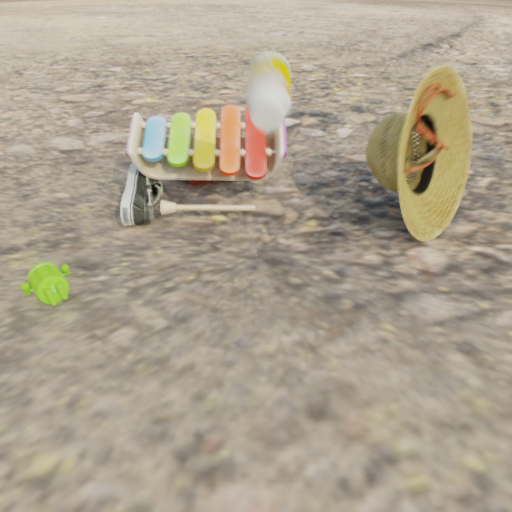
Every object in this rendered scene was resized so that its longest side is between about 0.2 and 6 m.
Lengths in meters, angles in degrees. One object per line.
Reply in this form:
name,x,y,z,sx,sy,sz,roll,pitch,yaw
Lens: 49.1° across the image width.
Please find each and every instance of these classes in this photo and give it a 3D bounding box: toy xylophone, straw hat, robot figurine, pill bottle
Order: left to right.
robot figurine,-2.797,0.364,7.533,0.658,0.434,0.750,-31,41,-21
toy xylophone,-0.798,-1.693,9.578,2.765,0.695,2.025,-7,58,-5
pill bottle,0.146,-1.876,6.434,0.502,0.502,0.890,2,53,3
straw hat,2.398,-1.631,8.922,1.127,2.664,2.664,14,32,39

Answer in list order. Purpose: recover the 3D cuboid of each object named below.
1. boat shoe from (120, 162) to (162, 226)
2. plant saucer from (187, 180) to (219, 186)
boat shoe,-1.965,-1.101,9.889,0.601,0.668,1.889,-1,36,-4
plant saucer,-1.009,-1.769,11.403,1.227,0.225,1.224,-15,34,-23
